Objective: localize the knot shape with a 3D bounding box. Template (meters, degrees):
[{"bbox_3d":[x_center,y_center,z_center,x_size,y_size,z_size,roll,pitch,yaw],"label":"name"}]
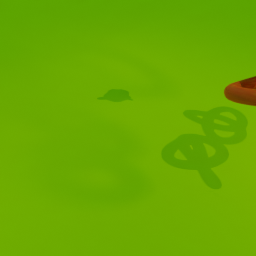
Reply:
[{"bbox_3d":[2.638,-0.587,4.643,1.773,0.819,1.659,-27,49,17],"label":"knot shape"}]
